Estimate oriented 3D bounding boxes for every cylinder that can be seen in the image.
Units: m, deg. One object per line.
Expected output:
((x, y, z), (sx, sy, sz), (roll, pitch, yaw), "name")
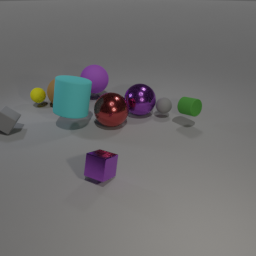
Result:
((-2.199, -1.241, 11.034), (1.400, 1.400, 1.400), (9, 18, -3), "cylinder")
((2.448, -0.853, 11.112), (0.700, 0.700, 0.700), (-21, 25, -33), "cylinder")

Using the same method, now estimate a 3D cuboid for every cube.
((-4.717, -0.315, 10.892), (0.700, 0.700, 0.700), (33, 17, -17), "cube")
((-0.791, 1.093, 8.276), (0.700, 0.700, 0.700), (13, 12, 27), "cube")

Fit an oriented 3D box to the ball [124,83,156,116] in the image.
((0.523, -1.233, 12.214), (1.400, 1.400, 1.400), (0, 28, 0), "ball")

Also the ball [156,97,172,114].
((1.544, -0.969, 12.077), (0.700, 0.700, 0.700), (0, 28, 0), "ball")

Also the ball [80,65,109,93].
((-1.654, -2.414, 13.834), (1.400, 1.400, 1.400), (0, 28, 0), "ball")

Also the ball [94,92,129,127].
((-0.669, -0.734, 11.284), (1.400, 1.400, 1.400), (0, 28, 0), "ball")

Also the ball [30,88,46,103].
((-4.178, -1.522, 13.020), (0.700, 0.700, 0.700), (0, 28, 0), "ball")

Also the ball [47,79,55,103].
((-3.040, -1.667, 13.018), (1.400, 1.400, 1.400), (0, 28, 0), "ball")
